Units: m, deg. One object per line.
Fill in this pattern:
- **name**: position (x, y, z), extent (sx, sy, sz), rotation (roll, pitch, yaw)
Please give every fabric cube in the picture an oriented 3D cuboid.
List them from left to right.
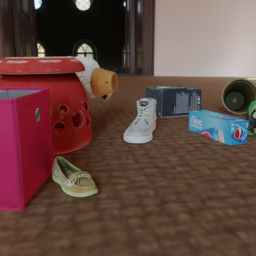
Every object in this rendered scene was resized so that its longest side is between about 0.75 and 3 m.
- **fabric cube**: position (-2.627, 0.251, 5.398), extent (1.930, 1.924, 1.894), rotation (0, 13, 2)

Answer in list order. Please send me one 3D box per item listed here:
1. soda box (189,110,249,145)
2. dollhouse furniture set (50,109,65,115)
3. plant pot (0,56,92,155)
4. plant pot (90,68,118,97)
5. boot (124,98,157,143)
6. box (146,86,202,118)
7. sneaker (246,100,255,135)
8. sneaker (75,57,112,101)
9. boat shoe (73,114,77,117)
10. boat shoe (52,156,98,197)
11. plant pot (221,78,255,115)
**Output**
- **soda box**: position (2.894, -0.074, 9.226), extent (0.684, 0.723, 2.131), rotation (-6, 15, -22)
- **dollhouse furniture set**: position (-3.586, -1.218, 11.106), extent (2.588, 1.684, 2.378), rotation (12, 14, 23)
- **plant pot**: position (-2.568, -0.775, 8.311), extent (2.859, 2.604, 2.859), rotation (-2, 14, 0)
- **plant pot**: position (-0.804, -1.635, 10.074), extent (0.724, 1.035, 1.035), rotation (4, 14, 20)
- **boot**: position (0.443, -0.363, 9.330), extent (0.950, 1.234, 2.582), rotation (2, 14, 10)
- **box**: position (2.087, -1.293, 13.230), extent (1.980, 1.249, 2.015), rotation (-6, 15, -16)
- **sneaker**: position (5.021, -0.343, 9.458), extent (2.954, 1.153, 1.258), rotation (-9, 17, -34)
- **sneaker**: position (-1.423, -1.863, 11.087), extent (0.961, 1.225, 2.466), rotation (-17, -32, 39)
- **boat shoe**: position (-2.134, -0.296, 10.972), extent (0.487, 0.458, 1.279), rotation (-14, 6, 3)
- **boat shoe**: position (-1.100, 0.956, 5.577), extent (0.522, 0.450, 1.431), rotation (-10, 17, -35)
- **plant pot**: position (5.243, -1.424, 13.448), extent (1.659, 1.659, 1.439), rotation (2, -2, 10)
